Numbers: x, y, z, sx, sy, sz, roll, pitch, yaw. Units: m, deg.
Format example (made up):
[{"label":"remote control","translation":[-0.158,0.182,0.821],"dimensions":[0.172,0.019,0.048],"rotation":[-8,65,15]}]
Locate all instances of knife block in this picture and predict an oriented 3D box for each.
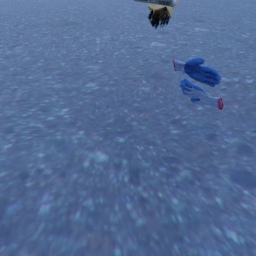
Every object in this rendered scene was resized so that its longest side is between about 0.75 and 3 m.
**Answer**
[{"label":"knife block","translation":[1.304,-4.041,9.556],"dimensions":[1.484,0.475,1.303],"rotation":[-37,42,2]}]

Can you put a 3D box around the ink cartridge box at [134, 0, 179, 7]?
[{"label":"ink cartridge box","translation":[1.068,-4.306,8.100],"dimensions":[1.377,0.426,1.698],"rotation":[21,70,27]}]

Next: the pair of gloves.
[{"label":"pair of gloves","translation":[1.591,-1.029,6.326],"dimensions":[1.229,1.529,0.174],"rotation":[30,69,37]}]
